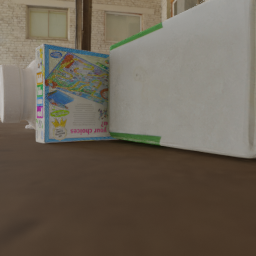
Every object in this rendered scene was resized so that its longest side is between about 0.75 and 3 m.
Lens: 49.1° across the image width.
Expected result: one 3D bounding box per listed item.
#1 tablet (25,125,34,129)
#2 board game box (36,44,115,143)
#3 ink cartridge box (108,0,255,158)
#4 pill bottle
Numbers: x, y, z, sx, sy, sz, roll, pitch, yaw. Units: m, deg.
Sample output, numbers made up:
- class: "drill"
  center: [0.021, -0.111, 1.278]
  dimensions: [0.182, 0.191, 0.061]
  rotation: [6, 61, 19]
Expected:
- class: "tablet"
  center: [-1.867, -0.225, 8.798]
  dimensions: [1.603, 0.168, 2.463]
  rotation: [-7, 4, 14]
- class: "board game box"
  center: [-0.367, -0.410, 3.804]
  dimensions: [1.708, 1.148, 0.292]
  rotation: [-1, 2, -38]
- class: "ink cartridge box"
  center: [1.498, -0.435, 3.340]
  dimensions: [2.885, 1.198, 2.115]
  rotation: [-1, 2, -32]
- class: "pill bottle"
  center: [-1.375, -0.732, 6.506]
  dimensions: [2.886, 1.630, 1.630]
  rotation: [-2, 2, -28]
